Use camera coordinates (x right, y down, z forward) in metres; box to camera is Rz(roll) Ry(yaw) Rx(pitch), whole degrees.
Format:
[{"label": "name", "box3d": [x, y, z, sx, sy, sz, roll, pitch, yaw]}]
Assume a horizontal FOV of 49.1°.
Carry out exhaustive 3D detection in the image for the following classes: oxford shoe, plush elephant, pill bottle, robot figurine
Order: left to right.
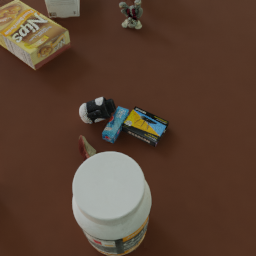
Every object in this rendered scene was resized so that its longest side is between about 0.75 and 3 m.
[{"label": "oxford shoe", "box3d": [-1.116, 0.643, 7.863, 0.390, 0.367, 1.043, -3, 54, -31]}, {"label": "robot figurine", "box3d": [-0.905, -0.515, 8.302, 1.069, 0.804, 0.667, -18, 65, 8]}, {"label": "pill bottle", "box3d": [-0.303, 1.643, 5.777, 1.523, 2.618, 1.523, 0, 57, 1]}, {"label": "plush elephant", "box3d": [0.147, -4.266, 10.812, 0.879, 1.067, 0.826, 4, 78, 18]}]

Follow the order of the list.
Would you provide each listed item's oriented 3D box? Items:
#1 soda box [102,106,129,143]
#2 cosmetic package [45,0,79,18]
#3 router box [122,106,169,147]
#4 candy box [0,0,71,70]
[{"label": "soda box", "box3d": [-0.355, -0.104, 8.294, 0.367, 0.347, 1.082, 21, 58, 13]}, {"label": "cosmetic package", "box3d": [-2.692, -5.750, 11.687, 1.274, 0.928, 2.506, -6, 56, -3]}, {"label": "router box", "box3d": [0.509, -0.054, 8.289, 1.151, 0.294, 0.858, 25, 60, 16]}, {"label": "candy box", "box3d": [-3.731, -3.482, 10.232, 2.934, 0.811, 1.694, 35, 62, 22]}]
